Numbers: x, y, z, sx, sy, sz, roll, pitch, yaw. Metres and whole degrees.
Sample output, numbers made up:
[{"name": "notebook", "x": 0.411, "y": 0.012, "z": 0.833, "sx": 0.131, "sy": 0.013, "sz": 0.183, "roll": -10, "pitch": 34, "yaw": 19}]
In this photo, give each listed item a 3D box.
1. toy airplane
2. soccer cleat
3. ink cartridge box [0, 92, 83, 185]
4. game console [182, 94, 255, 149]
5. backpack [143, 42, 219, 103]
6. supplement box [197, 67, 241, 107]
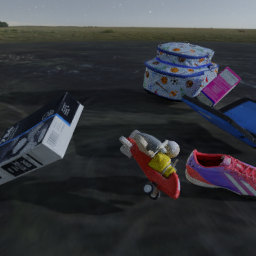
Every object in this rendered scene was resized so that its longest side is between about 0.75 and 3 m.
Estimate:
[{"name": "toy airplane", "x": 0.472, "y": 0.519, "z": 5.165, "sx": 0.962, "sy": 1.357, "sz": 1.363, "roll": -34, "pitch": 13, "yaw": 2}, {"name": "soccer cleat", "x": 2.036, "y": 0.854, "z": 5.332, "sx": 1.831, "sy": 0.670, "sz": 0.625, "roll": 9, "pitch": 39, "yaw": 14}, {"name": "ink cartridge box", "x": -1.896, "y": 0.310, "z": 5.088, "sx": 2.390, "sy": 0.468, "sz": 1.188, "roll": -25, "pitch": 36, "yaw": 33}, {"name": "game console", "x": 3.025, "y": -0.557, "z": 7.776, "sx": 2.043, "sy": 1.416, "sz": 2.393, "roll": 33, "pitch": 7, "yaw": -25}, {"name": "backpack", "x": 2.070, "y": -2.246, "z": 11.474, "sx": 2.957, "sy": 2.278, "sz": 2.817, "roll": 20, "pitch": 39, "yaw": 37}, {"name": "supplement box", "x": 3.294, "y": -1.441, "z": 10.191, "sx": 1.382, "sy": 0.714, "sz": 0.700, "roll": -41, "pitch": -12, "yaw": -7}]
